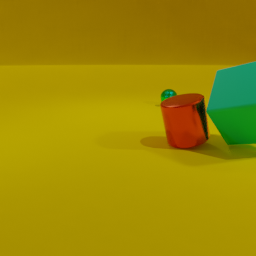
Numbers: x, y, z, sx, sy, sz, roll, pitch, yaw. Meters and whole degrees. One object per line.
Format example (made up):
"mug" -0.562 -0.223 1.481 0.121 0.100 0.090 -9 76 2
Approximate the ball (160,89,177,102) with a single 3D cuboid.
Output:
"ball" 1.832 -1.365 12.553 0.774 0.774 0.774 0 14 0

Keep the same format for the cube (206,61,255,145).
"cube" 2.819 -0.551 6.478 1.357 1.357 1.357 -7 49 41

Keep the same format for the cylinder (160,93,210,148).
"cylinder" 1.404 -0.197 6.882 1.063 1.063 1.063 -13 18 4
